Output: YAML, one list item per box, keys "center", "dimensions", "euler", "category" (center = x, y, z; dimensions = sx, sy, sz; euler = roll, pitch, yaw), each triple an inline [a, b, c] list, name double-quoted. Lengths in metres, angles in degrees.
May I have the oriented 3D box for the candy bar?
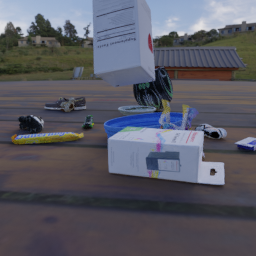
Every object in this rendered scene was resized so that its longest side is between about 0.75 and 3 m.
- center: [-2.621, 0.320, 9.203]
  dimensions: [2.330, 0.258, 0.581]
  euler: [-3, 12, -15]
  category: "candy bar"

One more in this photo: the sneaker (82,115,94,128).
- center: [-1.629, -0.264, 11.327]
  dimensions: [0.430, 0.469, 1.101]
  euler: [0, 13, -2]
  category: "sneaker"

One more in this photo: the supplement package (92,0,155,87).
- center: [-0.108, -2.849, 9.078]
  dimensions: [1.557, 2.599, 1.576]
  euler: [-6, -9, 21]
  category: "supplement package"

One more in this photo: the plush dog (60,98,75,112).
- center: [-3.218, -1.121, 15.195]
  dimensions: [0.905, 0.726, 0.778]
  euler: [-26, 20, 18]
  category: "plush dog"

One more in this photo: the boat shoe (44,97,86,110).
- center: [-3.584, -1.419, 15.998]
  dimensions: [2.331, 0.694, 0.837]
  euler: [-1, 13, -4]
  category: "boat shoe"

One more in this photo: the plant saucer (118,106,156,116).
- center: [0.433, -0.744, 13.509]
  dimensions: [1.817, 0.456, 1.817]
  euler: [-1, 12, 0]
  category: "plant saucer"

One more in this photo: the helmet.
- center: [1.373, -2.014, 15.157]
  dimensions: [2.320, 2.212, 2.320]
  euler: [-15, 10, 3]
  category: "helmet"

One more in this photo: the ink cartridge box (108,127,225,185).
- center: [0.969, 0.568, 6.628]
  dimensions: [2.556, 0.860, 1.497]
  euler: [4, 13, 17]
  category: "ink cartridge box"

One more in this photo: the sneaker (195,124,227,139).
- center: [2.808, 0.124, 9.721]
  dimensions: [1.128, 0.416, 0.451]
  euler: [11, 18, 41]
  category: "sneaker"

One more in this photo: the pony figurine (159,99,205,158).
- center: [1.402, 0.135, 7.839]
  dimensions: [1.522, 1.577, 1.313]
  euler: [14, 3, -9]
  category: "pony figurine"

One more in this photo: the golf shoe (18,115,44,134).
- center: [-3.524, -0.222, 10.680]
  dimensions: [0.829, 0.682, 1.754]
  euler: [-11, 18, -40]
  category: "golf shoe"

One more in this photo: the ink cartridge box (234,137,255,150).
- center: [3.722, 0.492, 8.546]
  dimensions: [1.103, 0.204, 0.522]
  euler: [-9, 16, -44]
  category: "ink cartridge box"

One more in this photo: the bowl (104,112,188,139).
- center: [0.635, -0.041, 9.507]
  dimensions: [2.869, 0.563, 2.869]
  euler: [-6, 10, 1]
  category: "bowl"
